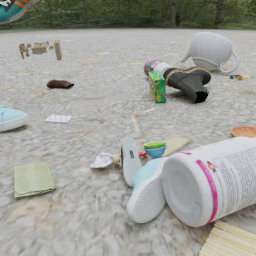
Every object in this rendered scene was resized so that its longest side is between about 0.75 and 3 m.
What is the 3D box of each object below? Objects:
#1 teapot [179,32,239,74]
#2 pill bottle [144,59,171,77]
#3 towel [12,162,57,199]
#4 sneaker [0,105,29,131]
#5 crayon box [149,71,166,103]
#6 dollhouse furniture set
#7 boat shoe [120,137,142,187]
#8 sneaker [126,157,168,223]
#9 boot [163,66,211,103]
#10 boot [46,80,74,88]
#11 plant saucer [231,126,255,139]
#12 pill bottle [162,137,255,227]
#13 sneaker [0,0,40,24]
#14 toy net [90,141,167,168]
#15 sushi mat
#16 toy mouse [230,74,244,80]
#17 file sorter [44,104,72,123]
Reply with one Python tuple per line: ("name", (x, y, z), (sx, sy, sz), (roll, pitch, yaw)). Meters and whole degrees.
("teapot", (4.543, -4.044, 15.654), (2.501, 1.851, 2.534), (20, 2, -14))
("pill bottle", (1.520, -2.795, 13.783), (0.973, 0.973, 1.679), (-9, 25, -20))
("towel", (-2.023, 1.078, 6.001), (0.844, 0.208, 1.137), (-9, 25, -21))
("sneaker", (-4.453, -0.581, 8.576), (2.810, 1.151, 1.039), (3, 25, 7))
("crayon box", (1.174, -1.681, 11.318), (0.447, 0.912, 1.536), (-7, 25, -2))
("dollhouse furniture set", (-3.285, -2.802, 10.473), (1.483, 0.657, 0.769), (-6, 34, -3))
("boat shoe", (0.044, 0.786, 6.227), (0.419, 0.377, 1.185), (6, 53, -16))
("sneaker", (0.344, 1.185, 5.441), (0.735, 0.663, 1.795), (-13, 14, 35))
("boot", (2.957, -1.685, 11.674), (2.732, 1.058, 1.890), (-12, 43, -34))
("boot", (-3.064, -1.977, 12.680), (0.857, 0.373, 1.030), (15, 25, 34))
("plant saucer", (3.458, 0.228, 7.937), (1.040, 0.195, 1.040), (0, 25, 0))
("pill bottle", (1.857, 0.865, 5.174), (2.223, 1.260, 1.260), (-12, 26, -25))
("sneaker", (-3.721, -4.477, 9.424), (0.820, 0.918, 2.298), (30, 68, 26))
("toy net", (-0.009, 0.604, 6.642), (1.832, 0.354, 0.961), (-9, 5, -1))
("sushi mat", (2.231, 2.047, 3.902), (2.413, 0.146, 1.155), (14, 29, 29))
("toy mouse", (5.523, -2.623, 14.384), (0.911, 0.176, 0.810), (-18, 30, -35))
("file sorter", (-2.295, -0.484, 9.195), (0.770, 0.479, 0.534), (3, 24, 8))
